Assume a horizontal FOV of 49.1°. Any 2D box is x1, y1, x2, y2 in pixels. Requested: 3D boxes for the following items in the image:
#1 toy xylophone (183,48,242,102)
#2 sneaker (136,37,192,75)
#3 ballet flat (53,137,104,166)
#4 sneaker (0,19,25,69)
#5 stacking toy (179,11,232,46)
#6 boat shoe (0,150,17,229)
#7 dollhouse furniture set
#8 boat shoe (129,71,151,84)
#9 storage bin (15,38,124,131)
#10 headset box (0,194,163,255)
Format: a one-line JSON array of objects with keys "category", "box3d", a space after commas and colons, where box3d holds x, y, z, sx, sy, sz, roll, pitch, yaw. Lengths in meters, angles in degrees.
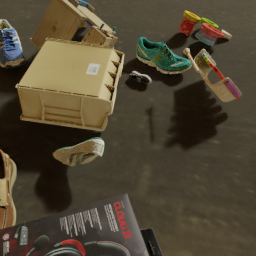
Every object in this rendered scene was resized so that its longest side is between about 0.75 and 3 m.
[{"category": "toy xylophone", "box3d": [2.354, -1.590, 7.948, 0.530, 1.546, 2.111, -39, 41, 20]}, {"category": "sneaker", "box3d": [1.113, -2.368, 9.176, 2.037, 0.811, 0.789, 27, 52, 22]}, {"category": "ballet flat", "box3d": [-1.142, 0.606, 6.248, 1.429, 0.496, 0.496, -18, 40, 28]}, {"category": "sneaker", "box3d": [-4.138, -2.855, 9.572, 0.894, 0.910, 2.361, -19, 50, -19]}, {"category": "stacking toy", "box3d": [2.916, -3.649, 10.739, 1.598, 0.746, 1.765, -1, 43, -38]}, {"category": "boat shoe", "box3d": [-2.762, 1.332, 5.656, 0.818, 0.799, 2.163, -11, 47, -10]}, {"category": "dollhouse furniture set", "box3d": [-1.563, -3.186, 10.119, 2.594, 1.793, 2.747, 42, 24, 8]}, {"category": "boat shoe", "box3d": [0.365, -1.546, 8.762, 0.788, 0.283, 0.267, 31, 53, 29]}, {"category": "storage bin", "box3d": [-1.467, -1.286, 7.829, 2.413, 1.139, 2.430, 9, 46, 1]}, {"category": "headset box", "box3d": [-0.670, 2.323, 4.609, 2.516, 0.944, 1.870, -12, 48, -12]}]
